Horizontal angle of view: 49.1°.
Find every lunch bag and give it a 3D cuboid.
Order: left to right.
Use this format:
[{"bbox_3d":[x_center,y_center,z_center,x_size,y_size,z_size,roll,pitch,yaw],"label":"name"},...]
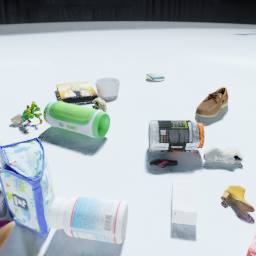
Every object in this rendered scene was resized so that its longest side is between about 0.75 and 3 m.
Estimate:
[{"bbox_3d":[-2.358,1.399,6.760,1.220,1.628,1.914,-17,32,-27],"label":"lunch bag"}]

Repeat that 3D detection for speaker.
[{"bbox_3d":[-2.007,-0.357,10.860,2.556,1.130,1.130,13,30,25],"label":"speaker"}]

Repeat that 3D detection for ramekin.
[{"bbox_3d":[-1.077,-2.169,14.894,1.329,0.697,1.329,0,26,0],"label":"ramekin"}]

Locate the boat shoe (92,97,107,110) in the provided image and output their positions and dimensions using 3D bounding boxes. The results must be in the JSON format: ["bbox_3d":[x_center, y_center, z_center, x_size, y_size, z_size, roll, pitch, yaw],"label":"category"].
[{"bbox_3d":[-1.316,-1.102,13.081,0.404,0.468,1.284,-19,30,-15],"label":"boat shoe"}]

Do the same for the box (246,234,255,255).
[{"bbox_3d":[2.974,2.435,5.803,0.690,0.636,1.344,20,33,35],"label":"box"}]

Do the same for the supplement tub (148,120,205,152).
[{"bbox_3d":[1.620,0.275,9.579,1.811,1.110,1.110,0,27,0],"label":"supplement tub"}]

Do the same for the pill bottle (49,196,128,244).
[{"bbox_3d":[-0.869,2.024,6.327,1.656,0.901,0.901,5,27,9],"label":"pill bottle"}]

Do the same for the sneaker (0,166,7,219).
[{"bbox_3d":[-3.731,1.652,7.271,1.078,0.705,1.876,-6,31,-18],"label":"sneaker"}]

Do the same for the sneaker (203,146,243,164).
[{"bbox_3d":[3.099,0.921,9.022,1.316,0.498,0.606,-7,32,-11],"label":"sneaker"}]

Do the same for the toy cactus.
[{"bbox_3d":[-4.267,-0.518,11.821,1.275,0.790,1.545,-26,35,-9],"label":"toy cactus"}]

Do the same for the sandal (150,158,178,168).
[{"bbox_3d":[1.132,1.132,8.783,0.896,0.337,0.202,3,49,-4],"label":"sandal"}]

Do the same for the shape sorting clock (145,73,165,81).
[{"bbox_3d":[1.693,-3.164,17.370,1.237,0.243,1.237,4,27,-2],"label":"shape sorting clock"}]

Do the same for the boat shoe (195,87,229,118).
[{"bbox_3d":[3.833,-1.198,12.727,0.958,0.899,2.663,19,33,33],"label":"boat shoe"}]

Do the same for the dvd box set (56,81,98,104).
[{"bbox_3d":[-2.728,-1.911,14.738,1.816,0.365,2.482,-8,28,-17],"label":"dvd box set"}]

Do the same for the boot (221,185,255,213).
[{"bbox_3d":[2.984,1.809,7.375,0.926,0.326,0.663,17,36,42],"label":"boot"}]

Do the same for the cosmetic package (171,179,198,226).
[{"bbox_3d":[1.425,1.868,7.160,0.612,0.430,1.207,4,27,9],"label":"cosmetic package"}]

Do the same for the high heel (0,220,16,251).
[{"bbox_3d":[-2.809,2.592,5.423,1.041,0.731,2.170,-17,17,-10],"label":"high heel"}]
